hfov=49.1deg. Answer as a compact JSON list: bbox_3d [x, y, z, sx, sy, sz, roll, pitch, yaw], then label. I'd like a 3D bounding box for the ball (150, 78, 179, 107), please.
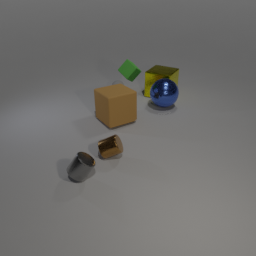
[{"bbox_3d":[1.761,-1.702,13.601,1.400,1.400,1.400,0,30,0],"label":"ball"}]

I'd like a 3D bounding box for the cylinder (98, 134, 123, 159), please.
[{"bbox_3d":[-0.623,0.672,10.117,0.700,0.700,0.700,-21,27,15],"label":"cylinder"}]

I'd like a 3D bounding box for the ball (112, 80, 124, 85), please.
[{"bbox_3d":[-0.546,-2.236,15.233,0.700,0.700,0.700,0,30,0],"label":"ball"}]

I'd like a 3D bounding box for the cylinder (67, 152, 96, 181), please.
[{"bbox_3d":[-1.524,1.250,9.097,0.700,0.700,0.700,32,20,-13],"label":"cylinder"}]

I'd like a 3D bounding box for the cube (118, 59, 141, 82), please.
[{"bbox_3d":[0.083,-2.752,13.440,0.700,0.700,0.700,48,15,17],"label":"cube"}]

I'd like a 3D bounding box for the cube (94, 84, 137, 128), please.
[{"bbox_3d":[-0.553,-1.022,12.413,1.400,1.400,1.400,-17,31,-28],"label":"cube"}]

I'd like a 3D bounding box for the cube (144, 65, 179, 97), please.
[{"bbox_3d":[1.806,-2.440,15.017,1.400,1.400,1.400,15,33,24],"label":"cube"}]
